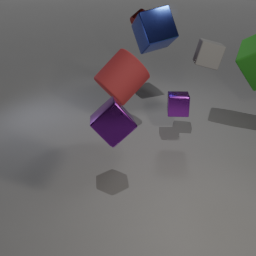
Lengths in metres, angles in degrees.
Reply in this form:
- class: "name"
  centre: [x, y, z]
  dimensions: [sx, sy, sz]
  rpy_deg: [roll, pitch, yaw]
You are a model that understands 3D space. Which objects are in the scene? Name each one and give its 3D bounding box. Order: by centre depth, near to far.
- class: "cube"
  centre: [-0.320, -0.141, 5.925]
  dimensions: [0.700, 0.700, 0.700]
  rpy_deg: [-41, 18, 7]
- class: "cube"
  centre: [2.419, -2.225, 8.407]
  dimensions: [0.700, 0.700, 0.700]
  rpy_deg: [15, 26, -1]
- class: "cube"
  centre: [4.716, -2.369, 9.480]
  dimensions: [1.400, 1.400, 1.400]
  rpy_deg: [-17, 33, 46]
- class: "cube"
  centre: [1.707, -0.820, 9.544]
  dimensions: [0.700, 0.700, 0.700]
  rpy_deg: [1, 24, 5]
- class: "cylinder"
  centre: [-0.209, -1.737, 9.632]
  dimensions: [1.400, 1.400, 1.400]
  rpy_deg: [-47, 39, -1]
- class: "cube"
  centre: [1.140, -4.231, 12.169]
  dimensions: [1.400, 1.400, 1.400]
  rpy_deg: [-19, 2, -12]
- class: "cylinder"
  centre: [0.570, -5.308, 13.639]
  dimensions: [0.700, 0.700, 0.700]
  rpy_deg: [-44, 42, -11]
